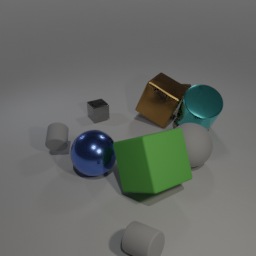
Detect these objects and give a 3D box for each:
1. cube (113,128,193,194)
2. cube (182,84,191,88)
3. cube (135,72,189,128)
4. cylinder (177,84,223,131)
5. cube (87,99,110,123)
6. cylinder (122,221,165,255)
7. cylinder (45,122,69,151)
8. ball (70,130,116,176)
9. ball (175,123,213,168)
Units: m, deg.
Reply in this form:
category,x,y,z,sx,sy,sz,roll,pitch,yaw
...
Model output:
category,x,y,z,sx,sy,sz,roll,pitch,yaw
cube,0.647,0.876,7.570,1.400,1.400,1.400,-11,-2,-37
cube,2.580,-1.626,13.137,0.700,0.700,0.700,4,31,7
cube,1.377,-1.138,11.209,1.400,1.400,1.400,33,37,11
cylinder,2.608,-0.656,10.340,1.400,1.400,1.400,1,65,-1
cube,-1.234,-0.718,11.615,0.700,0.700,0.700,-17,35,-26
cylinder,0.336,2.484,6.119,0.700,0.700,0.700,10,31,36
cylinder,-2.342,0.295,9.276,0.700,0.700,0.700,-2,51,-4
ball,-1.031,0.753,8.487,1.400,1.400,1.400,0,31,0
ball,1.943,0.537,8.803,1.400,1.400,1.400,0,31,0
